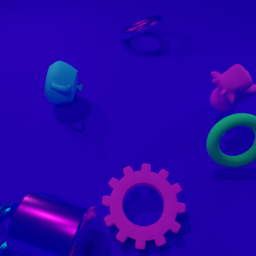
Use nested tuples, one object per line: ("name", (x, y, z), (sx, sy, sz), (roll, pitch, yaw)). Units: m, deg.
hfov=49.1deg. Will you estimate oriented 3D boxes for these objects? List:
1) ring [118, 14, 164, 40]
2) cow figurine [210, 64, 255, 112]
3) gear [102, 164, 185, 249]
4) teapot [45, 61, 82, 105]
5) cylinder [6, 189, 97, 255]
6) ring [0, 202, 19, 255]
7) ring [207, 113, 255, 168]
("ring", (0.432, -3.447, 9.542), (1.633, 0.327, 1.633), (-20, 23, 9))
("cow figurine", (2.337, -0.851, 6.530), (1.512, 1.536, 0.843), (-19, 71, -29))
("gear", (0.289, 1.446, 5.261), (1.504, 0.278, 1.504), (-1, 68, 2))
("teapot", (-1.652, -1.151, 7.375), (0.893, 1.134, 1.823), (10, 14, -9))
("cylinder", (-1.243, 1.731, 4.764), (1.123, 1.123, 1.123), (13, 49, 12))
("ring", (-2.157, 1.792, 4.656), (0.241, 1.207, 1.207), (27, 53, 21))
("ring", (2.274, 0.286, 5.824), (1.267, 1.267, 0.253), (-1, 27, -1))
